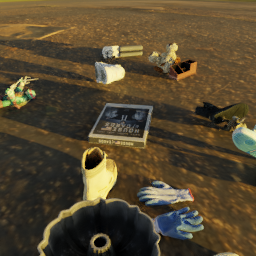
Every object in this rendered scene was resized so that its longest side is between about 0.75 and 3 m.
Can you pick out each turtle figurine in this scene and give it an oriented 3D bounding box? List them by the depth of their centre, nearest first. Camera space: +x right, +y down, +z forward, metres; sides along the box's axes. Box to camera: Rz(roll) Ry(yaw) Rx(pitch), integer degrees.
[{"bbox_3d":[-4.768,-1.362,11.711,2.233,1.124,1.672,-20,17,-3],"label":"turtle figurine"}]

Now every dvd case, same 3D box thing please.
[{"bbox_3d":[-0.172,-0.188,10.518,1.990,0.327,2.648,5,31,9],"label":"dvd case"}]

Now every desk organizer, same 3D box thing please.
[{"bbox_3d":[2.969,-3.146,15.058,1.695,0.653,0.608,-26,41,-36],"label":"desk organizer"}]

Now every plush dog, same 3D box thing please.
[{"bbox_3d":[2.164,-3.654,15.680,1.747,1.401,1.500,-21,42,18],"label":"plush dog"}]

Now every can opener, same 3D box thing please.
[{"bbox_3d":[-0.404,-4.997,18.075,2.710,0.713,0.901,-7,31,-12],"label":"can opener"}]

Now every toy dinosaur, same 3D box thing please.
[{"bbox_3d":[3.888,-0.049,10.112,0.863,0.650,1.688,23,6,37],"label":"toy dinosaur"}]

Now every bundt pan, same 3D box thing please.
[{"bbox_3d":[-0.536,2.509,5.540,2.331,0.875,2.331,0,32,0],"label":"bundt pan"}]

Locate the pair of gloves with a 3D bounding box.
[{"bbox_3d":[1.008,1.983,7.053,1.495,0.212,1.859,-1,32,-2],"label":"pair of gloves"}]

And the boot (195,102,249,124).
[{"bbox_3d":[3.585,-0.723,10.850,1.617,0.617,1.358,-18,25,-11],"label":"boot"}]

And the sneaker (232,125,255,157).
[{"bbox_3d":[3.914,0.184,8.624,1.821,0.724,1.189,31,57,-24],"label":"sneaker"}]

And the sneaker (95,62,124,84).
[{"bbox_3d":[-0.887,-2.740,13.963,1.282,1.005,2.580,-10,24,-18],"label":"sneaker"}]

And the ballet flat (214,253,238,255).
[{"bbox_3d":[1.568,2.829,5.226,1.990,0.691,0.691,-21,37,-31],"label":"ballet flat"}]

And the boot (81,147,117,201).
[{"bbox_3d":[-0.745,1.046,7.426,0.659,1.408,1.811,9,32,15],"label":"boot"}]
